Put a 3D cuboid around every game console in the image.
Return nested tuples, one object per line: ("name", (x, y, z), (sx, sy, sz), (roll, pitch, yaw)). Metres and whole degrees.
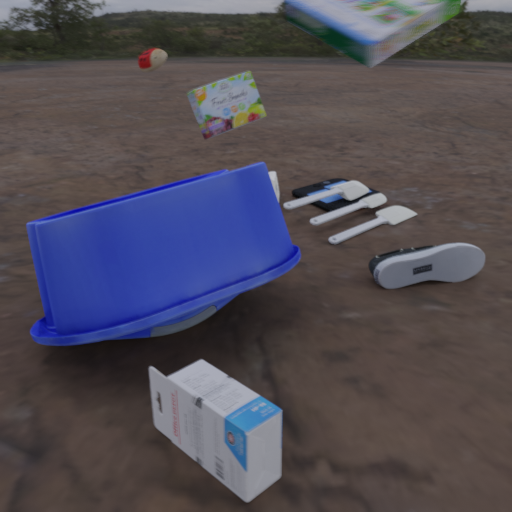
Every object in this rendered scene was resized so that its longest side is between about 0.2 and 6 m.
("game console", (1.692, -1.274, 11.681), (1.357, 0.238, 1.534), (-14, 27, -29))

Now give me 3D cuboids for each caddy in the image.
("caddy", (-1.106, 0.069, 6.807), (3.378, 1.773, 2.388), (-19, 12, -24))

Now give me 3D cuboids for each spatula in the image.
("spatula", (1.721, -0.873, 10.572), (2.367, 0.190, 1.646), (-21, 49, -38))

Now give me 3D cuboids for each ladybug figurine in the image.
("ladybug figurine", (-2.013, -3.753, 10.694), (0.746, 0.268, 0.507), (5, 60, 44))

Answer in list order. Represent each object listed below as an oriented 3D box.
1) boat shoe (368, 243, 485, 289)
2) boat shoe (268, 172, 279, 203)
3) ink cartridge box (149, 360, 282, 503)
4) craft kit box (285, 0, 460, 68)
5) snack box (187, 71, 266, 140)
("boat shoe", (2.488, 0.080, 8.218), (1.723, 0.591, 0.488), (-7, 25, -11))
("boat shoe", (0.076, -1.297, 11.269), (0.655, 0.688, 1.911), (-10, 24, 9))
("ink cartridge box", (-0.380, 1.437, 4.933), (0.431, 0.748, 1.291), (-22, 32, -40))
("craft kit box", (1.441, -3.142, 7.051), (1.536, 0.377, 1.555), (-36, 56, -14))
("snack box", (-0.569, -2.981, 11.064), (1.339, 0.952, 0.355), (-27, 13, -24))
